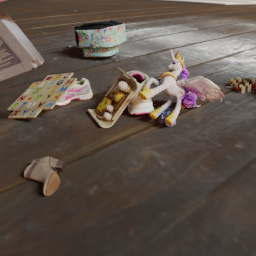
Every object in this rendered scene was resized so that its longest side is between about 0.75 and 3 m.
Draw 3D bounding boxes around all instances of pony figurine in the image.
[{"bbox_3d":[1.599,-1.157,8.944,2.265,2.186,1.886,-50,11,-21],"label":"pony figurine"}]

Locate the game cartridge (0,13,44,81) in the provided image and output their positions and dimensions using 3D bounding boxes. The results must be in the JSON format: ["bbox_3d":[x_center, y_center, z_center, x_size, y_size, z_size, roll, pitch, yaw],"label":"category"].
[{"bbox_3d":[-3.239,-1.809,6.603,2.193,1.460,0.455,-11,40,26],"label":"game cartridge"}]

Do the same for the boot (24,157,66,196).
[{"bbox_3d":[-2.021,1.113,6.549,0.874,0.420,1.196,0,30,12],"label":"boot"}]

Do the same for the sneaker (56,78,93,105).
[{"bbox_3d":[-2.213,-1.407,10.286,1.866,0.823,0.759,-18,35,-28],"label":"sneaker"}]

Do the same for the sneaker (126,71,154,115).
[{"bbox_3d":[0.302,-1.520,10.050,1.112,1.205,2.733,-7,28,-13],"label":"sneaker"}]

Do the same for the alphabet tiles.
[{"bbox_3d":[-2.983,-1.173,9.740,2.068,0.079,2.485,0,43,29],"label":"alphabet tiles"}]

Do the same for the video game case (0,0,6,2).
[{"bbox_3d":[-3.048,-2.682,5.739,2.279,0.199,1.629,-17,33,-9],"label":"video game case"}]

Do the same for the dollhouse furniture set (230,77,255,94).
[{"bbox_3d":[4.708,-1.717,11.326,0.886,0.461,0.896,-16,32,-4],"label":"dollhouse furniture set"}]

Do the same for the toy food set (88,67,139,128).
[{"bbox_3d":[-0.547,-1.014,9.023,0.545,1.805,1.295,31,9,-39],"label":"toy food set"}]

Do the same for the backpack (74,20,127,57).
[{"bbox_3d":[-1.317,-4.715,14.702,2.459,1.852,2.183,-3,23,24],"label":"backpack"}]
